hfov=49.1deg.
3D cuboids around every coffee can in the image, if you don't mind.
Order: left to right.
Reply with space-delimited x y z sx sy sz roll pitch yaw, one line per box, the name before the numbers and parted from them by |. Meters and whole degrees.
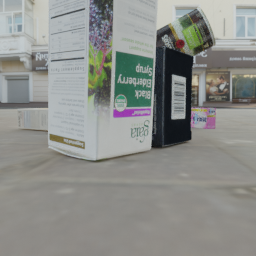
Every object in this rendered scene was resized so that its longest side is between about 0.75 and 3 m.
coffee can | 1.954 -3.251 10.382 2.067 1.513 1.513 -26 -1 13

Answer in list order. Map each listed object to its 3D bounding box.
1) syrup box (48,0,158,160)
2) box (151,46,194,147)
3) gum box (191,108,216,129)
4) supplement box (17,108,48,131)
syrup box | -0.357 -1.081 3.975 1.174 2.882 1.135 7 9 42
box | 0.035 -0.571 5.505 2.199 1.632 1.177 4 6 36
gum box | 2.203 -0.322 8.674 0.359 0.616 1.085 -2 5 -27
supplement box | -2.210 -0.259 7.977 1.634 0.601 1.030 3 6 33
